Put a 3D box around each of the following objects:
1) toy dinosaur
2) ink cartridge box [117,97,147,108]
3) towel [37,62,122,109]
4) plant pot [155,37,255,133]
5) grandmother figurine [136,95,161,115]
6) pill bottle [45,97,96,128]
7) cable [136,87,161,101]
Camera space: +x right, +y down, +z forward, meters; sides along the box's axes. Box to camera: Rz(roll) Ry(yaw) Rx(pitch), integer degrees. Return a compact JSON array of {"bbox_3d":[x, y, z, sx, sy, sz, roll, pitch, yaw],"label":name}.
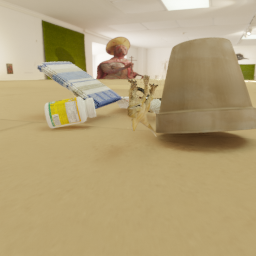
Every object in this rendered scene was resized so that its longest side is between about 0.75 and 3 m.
[{"bbox_3d":[0.223,-0.410,5.513,0.590,1.025,2.027,8,-8,15],"label":"toy dinosaur"},{"bbox_3d":[0.256,-1.092,10.800,1.364,0.424,1.695,2,-9,7],"label":"ink cartridge box"},{"bbox_3d":[-1.540,-1.462,9.214,2.461,0.293,1.808,34,25,11],"label":"towel"},{"bbox_3d":[1.708,-0.914,6.460,2.283,1.981,2.283,-4,1,0],"label":"plant pot"},{"bbox_3d":[0.627,-0.668,9.021,1.034,0.516,1.705,25,-4,-18],"label":"grandmother figurine"},{"bbox_3d":[-1.557,-0.456,7.701,1.291,0.728,0.728,-11,13,-4],"label":"pill bottle"},{"bbox_3d":[0.965,-0.828,9.554,1.820,0.884,0.458,15,-14,17],"label":"cable"}]
